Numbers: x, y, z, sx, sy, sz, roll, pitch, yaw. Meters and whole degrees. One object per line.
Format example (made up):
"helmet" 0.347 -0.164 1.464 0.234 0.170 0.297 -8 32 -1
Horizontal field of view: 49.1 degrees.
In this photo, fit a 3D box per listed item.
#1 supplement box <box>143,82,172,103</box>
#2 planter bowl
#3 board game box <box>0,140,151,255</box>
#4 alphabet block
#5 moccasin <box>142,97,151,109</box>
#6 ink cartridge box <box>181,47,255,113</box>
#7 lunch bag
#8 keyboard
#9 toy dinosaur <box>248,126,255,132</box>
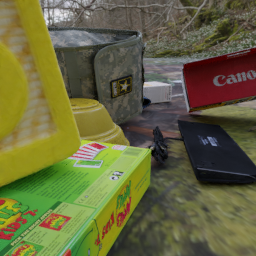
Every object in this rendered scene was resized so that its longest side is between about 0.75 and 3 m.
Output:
"supplement box" 0.595 -1.324 10.575 1.815 0.667 1.144 -8 18 -26
"planter bowl" -1.119 -0.075 5.877 2.309 0.962 2.309 -1 17 0
"board game box" -0.716 0.869 3.258 1.319 0.618 2.597 6 18 19
"alphabet block" -2.164 -0.353 3.353 2.104 2.093 2.143 -25 16 -36
"moccasin" -0.094 -0.836 8.709 1.810 0.728 0.617 -13 6 -30
"ink cartridge box" 2.856 -1.246 7.459 2.716 1.139 2.384 -11 -2 11
"lunch bag" -0.893 -1.270 7.144 2.738 2.245 1.610 0 38 3
"keyboard" 1.305 0.335 5.670 1.889 0.306 2.973 8 16 3
"toy dinosaur" 4.130 -0.341 6.732 2.277 1.003 0.540 -2 27 -5
